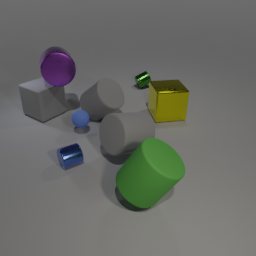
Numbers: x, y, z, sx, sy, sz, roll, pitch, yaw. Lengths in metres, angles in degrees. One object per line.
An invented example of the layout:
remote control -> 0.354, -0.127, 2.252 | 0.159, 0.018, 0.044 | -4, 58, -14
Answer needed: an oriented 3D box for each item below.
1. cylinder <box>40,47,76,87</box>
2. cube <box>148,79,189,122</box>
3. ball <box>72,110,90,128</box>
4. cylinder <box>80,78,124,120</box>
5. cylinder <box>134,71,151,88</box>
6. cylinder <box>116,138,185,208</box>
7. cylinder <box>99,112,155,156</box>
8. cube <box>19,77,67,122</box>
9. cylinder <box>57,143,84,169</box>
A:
cylinder -> -2.982, -2.616, 11.828 | 1.400, 1.400, 1.400 | -9, 27, -14
cube -> 1.743, -1.222, 12.391 | 1.400, 1.400, 1.400 | -5, 31, -9
ball -> -1.869, -0.361, 11.044 | 0.700, 0.700, 0.700 | 0, 31, 0
cylinder -> -1.105, -1.207, 11.880 | 1.400, 1.400, 1.400 | -26, 7, 45
cylinder -> 0.807, -2.617, 15.168 | 0.700, 0.700, 0.700 | -29, 37, -6
cylinder -> 0.594, 1.224, 7.654 | 1.400, 1.400, 1.400 | 26, 32, -18
cylinder -> -0.032, 0.172, 9.623 | 1.400, 1.400, 1.400 | -6, 27, -43
cube -> -3.775, -1.314, 12.499 | 1.400, 1.400, 1.400 | 20, 35, 31
cylinder -> -1.968, 0.943, 9.517 | 0.700, 0.700, 0.700 | -18, 36, -28
